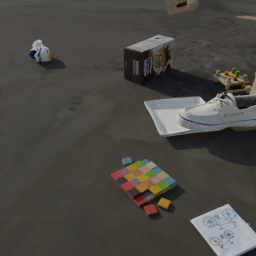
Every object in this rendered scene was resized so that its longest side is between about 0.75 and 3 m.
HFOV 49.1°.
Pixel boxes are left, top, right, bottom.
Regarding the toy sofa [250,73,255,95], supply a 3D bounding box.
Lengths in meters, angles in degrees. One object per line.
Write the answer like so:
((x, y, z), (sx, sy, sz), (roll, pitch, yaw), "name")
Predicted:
((4.957, -1.612, 8.177), (2.771, 1.352, 1.148), (-23, 45, -29), "toy sofa")

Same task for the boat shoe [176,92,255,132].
((2.290, -0.445, 6.601), (2.321, 0.763, 0.835), (-1, 35, -6), "boat shoe")

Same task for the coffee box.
((0.749, -2.384, 9.630), (0.772, 1.094, 1.935), (25, 42, 32), "coffee box")

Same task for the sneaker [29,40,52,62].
((-3.621, -3.073, 11.114), (0.705, 0.602, 1.599), (-19, 37, -26), "sneaker")

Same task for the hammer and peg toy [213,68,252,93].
((3.356, -1.510, 8.919), (0.873, 0.419, 1.187), (-10, 35, -14), "hammer and peg toy")

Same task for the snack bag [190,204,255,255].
((1.574, 1.653, 4.458), (0.820, 0.093, 0.869), (-15, 36, -20), "snack bag")

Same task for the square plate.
((1.404, -0.305, 7.275), (1.670, 0.238, 1.655), (-6, 34, -9), "square plate")

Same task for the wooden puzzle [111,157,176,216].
((0.299, 1.008, 5.409), (0.916, 0.109, 1.545), (-22, 40, -30), "wooden puzzle")

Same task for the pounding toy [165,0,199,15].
((1.548, -3.343, 7.224), (1.154, 0.601, 1.313), (-12, 57, 12), "pounding toy")
